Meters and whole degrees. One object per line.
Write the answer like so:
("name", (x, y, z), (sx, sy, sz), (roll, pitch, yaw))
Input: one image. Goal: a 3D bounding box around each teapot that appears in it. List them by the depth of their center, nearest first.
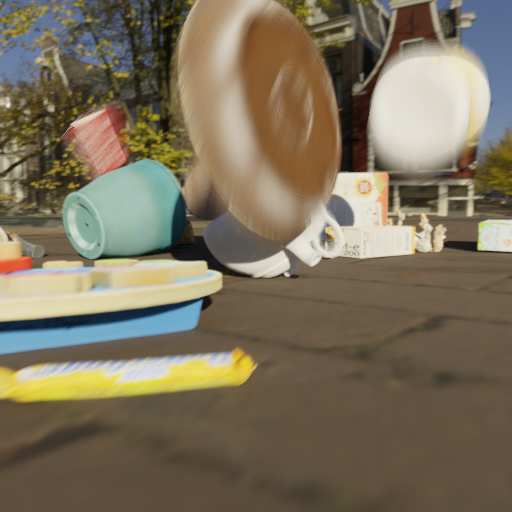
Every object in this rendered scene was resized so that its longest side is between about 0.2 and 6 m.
("teapot", (0.134, -0.214, 6.682), (1.424, 1.054, 1.443), (-29, 10, 28))
("teapot", (0.442, -0.455, 8.707), (1.488, 1.087, 1.468), (-13, -21, 21))

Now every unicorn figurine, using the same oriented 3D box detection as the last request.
("unicorn figurine", (2.781, -0.395, 10.450), (0.552, 1.026, 1.494), (-40, 47, -19))

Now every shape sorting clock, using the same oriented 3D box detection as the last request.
("shape sorting clock", (-1.787, 0.200, 4.079), (3.076, 0.603, 3.076), (0, 5, 0))

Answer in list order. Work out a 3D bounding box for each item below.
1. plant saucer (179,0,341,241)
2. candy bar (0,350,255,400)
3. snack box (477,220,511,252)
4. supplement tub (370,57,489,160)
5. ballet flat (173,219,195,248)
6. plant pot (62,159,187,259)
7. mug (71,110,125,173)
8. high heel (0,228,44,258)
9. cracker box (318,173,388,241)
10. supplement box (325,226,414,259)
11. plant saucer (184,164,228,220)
("plant saucer", (0.226, -1.360, 5.308), (0.388, 2.417, 2.417), (-7, 0, 34))
("candy bar", (-0.613, 0.567, 2.662), (1.208, 0.134, 0.301), (-2, 6, -14))
("snack box", (5.188, -0.392, 10.845), (1.524, 0.568, 2.143), (3, 6, 26))
("supplement tub", (2.404, -2.027, 7.573), (1.252, 1.252, 1.722), (3, 19, 32))
("ballet flat", (-2.051, -0.461, 11.032), (0.732, 0.678, 2.076), (4, 7, 36))
("plant pot", (-2.234, -0.664, 9.216), (1.610, 1.610, 1.513), (4, 20, 39))
("mug", (-2.954, -2.121, 10.585), (0.690, 1.034, 0.918), (-23, 22, -3))
("high heel", (-4.358, -0.253, 9.017), (1.091, 0.546, 1.530), (11, -6, 34))
("cracker box", (1.997, -1.209, 13.887), (2.451, 1.641, 0.707), (1, 6, 13))
("supplement box", (1.972, -0.255, 9.680), (1.365, 0.502, 0.860), (-4, 6, -36))
("plant saucer", (-0.753, -1.234, 10.412), (1.269, 1.269, 0.204), (3, -17, 27))
